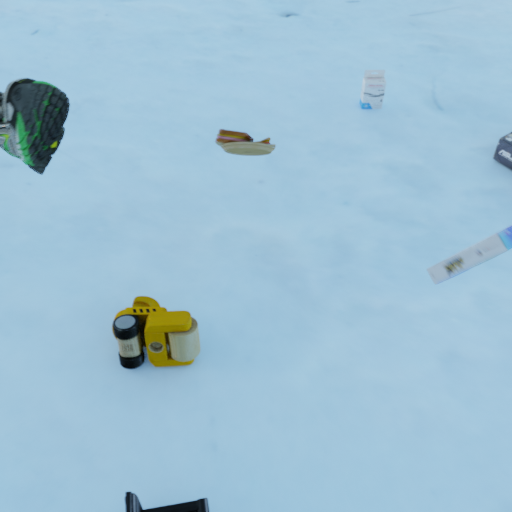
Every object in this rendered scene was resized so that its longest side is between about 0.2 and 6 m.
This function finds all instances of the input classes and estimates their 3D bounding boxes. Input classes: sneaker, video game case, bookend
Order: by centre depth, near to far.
[{"bbox_3d":[-0.449,3.693,6.427,1.968,0.906,1.955,-6,46,-7],"label":"bookend"},{"bbox_3d":[3.310,-0.063,8.225,1.297,1.175,0.295,-18,76,-47],"label":"video game case"},{"bbox_3d":[-3.555,-1.944,8.307,1.188,2.789,1.088,27,76,-19],"label":"sneaker"}]

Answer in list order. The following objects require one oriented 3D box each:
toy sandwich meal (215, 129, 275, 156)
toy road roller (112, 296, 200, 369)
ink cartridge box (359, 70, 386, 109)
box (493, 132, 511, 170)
[{"bbox_3d":[-0.184,-2.101,10.332,1.106,0.379,1.106,2,1,0],"label":"toy sandwich meal"},{"bbox_3d":[-1.591,1.144,8.969,1.407,0.864,1.027,-1,34,0],"label":"toy road roller"},{"bbox_3d":[2.932,-4.159,14.033,0.539,0.931,0.311,-1,46,0],"label":"ink cartridge box"},{"bbox_3d":[7.003,-2.064,12.179,2.211,0.674,2.743,-28,52,-21],"label":"box"}]
